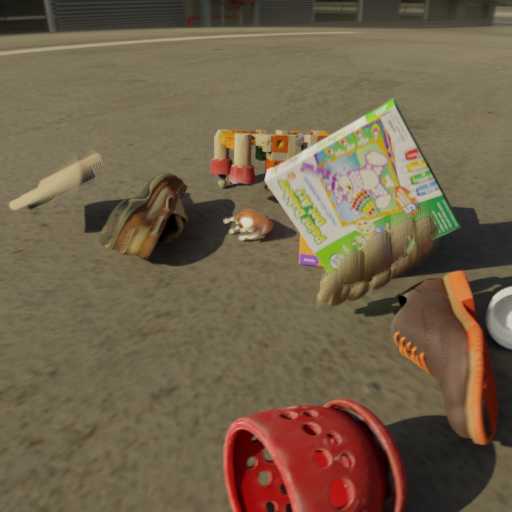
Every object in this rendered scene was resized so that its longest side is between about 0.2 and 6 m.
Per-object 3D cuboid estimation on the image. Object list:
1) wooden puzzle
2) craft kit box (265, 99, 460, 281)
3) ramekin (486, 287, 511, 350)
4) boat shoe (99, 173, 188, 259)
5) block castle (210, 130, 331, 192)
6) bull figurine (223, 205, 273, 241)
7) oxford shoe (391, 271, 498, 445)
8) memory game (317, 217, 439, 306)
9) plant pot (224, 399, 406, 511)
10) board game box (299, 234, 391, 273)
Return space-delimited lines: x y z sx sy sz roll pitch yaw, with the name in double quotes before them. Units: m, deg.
"wooden puzzle" -4.242 -1.546 12.188 1.711 0.428 1.847 -25 20 8
"craft kit box" 1.854 -1.010 9.807 2.486 2.517 0.611 -27 24 24
"ramekin" 4.142 0.952 8.828 0.994 0.994 0.522 9 18 16
"boat shoe" -2.115 -0.765 11.954 1.193 1.222 3.231 30 30 0
"block castle" 0.693 -2.377 14.377 3.378 1.585 2.257 -4 16 -21
"bull figurine" -0.183 -0.730 12.345 0.831 0.446 1.369 -27 25 -20
"oxford shoe" 2.637 1.409 8.037 1.259 1.235 3.471 -12 19 17
"memory game" 1.923 0.138 8.793 2.198 2.198 0.140 -17 62 -28
"plant pot" 0.602 2.279 5.787 1.435 1.575 1.575 -10 30 -30
"board game box" 1.906 -0.937 11.357 1.816 1.817 1.816 6 29 11
